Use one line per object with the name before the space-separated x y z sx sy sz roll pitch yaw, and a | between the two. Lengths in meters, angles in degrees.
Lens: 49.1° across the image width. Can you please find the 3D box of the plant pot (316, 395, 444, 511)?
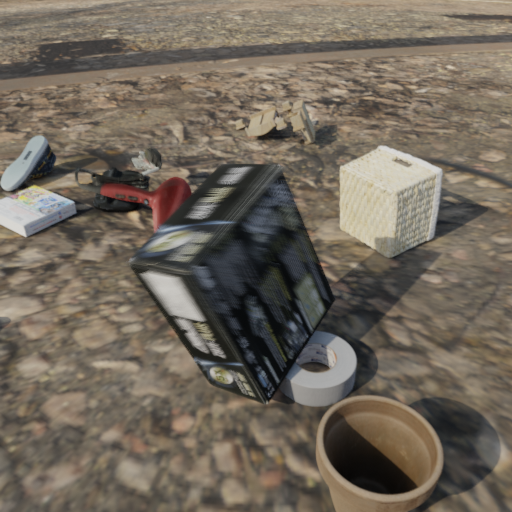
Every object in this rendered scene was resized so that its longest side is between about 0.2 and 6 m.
plant pot | 1.333 2.502 6.364 1.374 1.198 1.374 0 33 0

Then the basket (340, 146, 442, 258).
basket | 2.712 -1.117 11.623 1.366 1.699 1.684 -26 40 -25

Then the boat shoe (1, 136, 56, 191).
boat shoe | -5.720 -2.179 14.278 0.612 0.785 1.730 15 63 22

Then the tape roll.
tape roll | 0.883 1.665 8.394 1.209 0.399 1.209 -1 34 1

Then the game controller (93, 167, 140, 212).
game controller | -3.315 -1.602 13.601 1.033 0.417 1.979 10 32 -12

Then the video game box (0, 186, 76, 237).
video game box | -5.100 -1.040 12.665 1.495 0.350 1.362 22 41 30

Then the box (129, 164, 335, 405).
box | -0.178 0.364 7.771 1.110 2.577 2.110 8 48 39

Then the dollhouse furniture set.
dollhouse furniture set | 0.495 -3.596 16.645 2.296 1.121 1.958 -17 28 18

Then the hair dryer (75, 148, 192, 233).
hair dryer | -2.525 -1.250 12.477 2.199 0.784 2.888 -25 51 -26
